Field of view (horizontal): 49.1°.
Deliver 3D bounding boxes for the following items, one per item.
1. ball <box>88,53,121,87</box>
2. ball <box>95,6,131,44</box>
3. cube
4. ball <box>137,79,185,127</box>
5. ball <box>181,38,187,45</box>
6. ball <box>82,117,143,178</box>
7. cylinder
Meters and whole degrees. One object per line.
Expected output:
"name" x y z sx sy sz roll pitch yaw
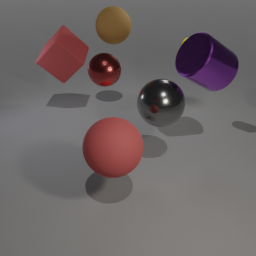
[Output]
"ball" -0.492 -1.213 5.859 0.700 0.700 0.700 0 29 0
"ball" -0.570 -4.004 10.958 1.400 1.400 1.400 0 29 0
"cube" -2.644 -3.005 11.476 1.400 1.400 1.400 -34 33 31
"ball" 0.961 -0.728 8.167 1.400 1.400 1.400 0 29 0
"ball" 2.728 -3.664 12.451 0.700 0.700 0.700 0 29 0
"ball" -0.347 0.447 6.489 1.400 1.400 1.400 0 29 0
"cylinder" 2.432 -2.014 8.681 1.400 1.400 1.400 18 15 -36
